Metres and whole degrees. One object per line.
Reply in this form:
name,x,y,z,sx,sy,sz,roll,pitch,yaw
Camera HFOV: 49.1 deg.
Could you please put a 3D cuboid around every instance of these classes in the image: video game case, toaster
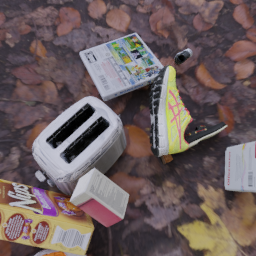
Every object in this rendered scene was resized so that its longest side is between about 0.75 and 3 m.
video game case,-0.211,-2.083,9.135,2.165,0.261,2.375,-22,54,-10
toaster,-1.145,0.421,7.506,2.887,1.865,1.641,-42,76,-14

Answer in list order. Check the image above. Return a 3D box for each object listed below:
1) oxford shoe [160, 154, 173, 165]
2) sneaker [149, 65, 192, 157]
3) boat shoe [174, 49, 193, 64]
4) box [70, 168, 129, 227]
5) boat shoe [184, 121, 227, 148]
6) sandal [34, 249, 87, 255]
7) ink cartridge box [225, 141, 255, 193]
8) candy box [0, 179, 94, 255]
oxford shoe,1.009,0.487,8.241,0.394,0.395,1.107,-21,88,-2
sneaker,1.237,-0.475,7.834,1.143,0.989,2.532,2,90,-12
boat shoe,1.728,-2.283,9.132,0.296,1.046,0.359,-41,95,-13
box,-0.599,1.531,6.127,1.083,0.590,0.692,41,35,-17
boat shoe,2.185,0.140,8.265,1.552,0.568,0.486,-24,76,-4
sandal,-2.015,3.398,6.837,2.696,0.773,1.033,-9,94,8
ink cartridge box,3.282,1.037,7.249,0.703,1.698,1.237,8,78,-10
candy box,-2.241,1.992,6.535,2.702,1.576,0.763,17,94,-16
